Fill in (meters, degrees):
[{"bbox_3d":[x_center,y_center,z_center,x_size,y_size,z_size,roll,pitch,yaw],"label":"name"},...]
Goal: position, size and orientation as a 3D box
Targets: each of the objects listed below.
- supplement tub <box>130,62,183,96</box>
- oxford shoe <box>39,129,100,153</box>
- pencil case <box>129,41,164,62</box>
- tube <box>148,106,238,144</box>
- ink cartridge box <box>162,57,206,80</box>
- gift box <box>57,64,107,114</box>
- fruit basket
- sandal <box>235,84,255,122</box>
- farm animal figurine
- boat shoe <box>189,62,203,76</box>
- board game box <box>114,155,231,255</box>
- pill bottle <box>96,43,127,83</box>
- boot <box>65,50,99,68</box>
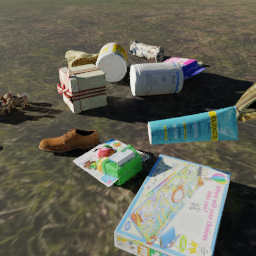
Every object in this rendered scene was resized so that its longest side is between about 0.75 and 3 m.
[{"bbox_3d":[1.195,-2.088,11.898,2.027,1.337,1.337,-5,32,-8],"label":"supplement tub"},{"bbox_3d":[-1.810,0.326,8.609,1.846,0.658,0.659,-7,33,-8],"label":"oxford shoe"},{"bbox_3d":[1.093,-4.415,16.108,2.189,0.852,0.979,27,6,36],"label":"pencil case"},{"bbox_3d":[1.654,0.013,7.123,2.251,0.872,0.567,-7,14,0],"label":"tube"},{"bbox_3d":[2.384,-2.851,13.288,1.208,0.473,2.552,-29,29,-15],"label":"ink cartridge box"},{"bbox_3d":[-1.873,-1.701,10.966,1.603,1.717,1.584,-17,30,-23],"label":"gift box"},{"bbox_3d":[-0.469,0.805,7.625,1.496,0.757,1.615,-29,42,-33],"label":"fruit basket"},{"bbox_3d":[3.091,-0.465,7.276,0.622,2.304,0.925,38,50,8],"label":"sandal"},{"bbox_3d":[-4.479,-1.042,10.835,1.221,0.644,1.235,-9,33,-14],"label":"farm animal figurine"},{"bbox_3d":[2.883,-2.651,13.546,1.634,0.492,0.582,-22,25,0],"label":"boat shoe"},{"bbox_3d":[1.153,1.774,6.355,1.887,0.480,2.807,14,34,21],"label":"board game box"},{"bbox_3d":[-0.758,-3.368,13.900,1.446,1.446,2.564,0,31,0],"label":"pill bottle"},{"bbox_3d":[-2.729,-3.558,14.786,1.773,0.830,2.281,19,35,27],"label":"boot"}]
